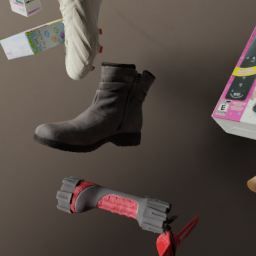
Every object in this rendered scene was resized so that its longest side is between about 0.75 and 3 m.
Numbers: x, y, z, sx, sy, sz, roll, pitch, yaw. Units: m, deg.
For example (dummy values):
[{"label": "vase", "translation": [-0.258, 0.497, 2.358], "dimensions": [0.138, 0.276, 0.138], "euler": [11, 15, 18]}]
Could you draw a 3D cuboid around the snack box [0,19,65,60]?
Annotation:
[{"label": "snack box", "translation": [-1.902, -2.036, 6.273], "dimensions": [1.443, 1.217, 0.488], "euler": [-37, 120, -37]}]

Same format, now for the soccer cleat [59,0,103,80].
[{"label": "soccer cleat", "translation": [-0.965, -2.237, 5.346], "dimensions": [0.943, 1.055, 2.720], "euler": [42, 125, 39]}]

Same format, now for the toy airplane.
[{"label": "toy airplane", "translation": [0.811, 2.700, 5.638], "dimensions": [0.406, 2.208, 2.208], "euler": [12, 84, 38]}]

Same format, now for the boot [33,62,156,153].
[{"label": "boot", "translation": [-0.623, -0.525, 5.852], "dimensions": [0.964, 2.762, 1.818], "euler": [21, 107, 38]}]

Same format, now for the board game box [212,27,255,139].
[{"label": "board game box", "translation": [3.234, -1.074, 5.584], "dimensions": [0.889, 2.040, 2.765], "euler": [37, 78, -38]}]

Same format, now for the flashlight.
[{"label": "flashlight", "translation": [-0.254, 1.304, 4.675], "dimensions": [1.840, 0.625, 0.623], "euler": [13, 85, 16]}]

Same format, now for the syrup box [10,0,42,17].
[{"label": "syrup box", "translation": [-1.903, -2.580, 5.015], "dimensions": [0.395, 1.004, 0.409], "euler": [26, 50, 17]}]

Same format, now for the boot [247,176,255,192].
[{"label": "boot", "translation": [2.846, 1.051, 5.132], "dimensions": [0.794, 1.026, 0.378], "euler": [-20, 116, -17]}]
